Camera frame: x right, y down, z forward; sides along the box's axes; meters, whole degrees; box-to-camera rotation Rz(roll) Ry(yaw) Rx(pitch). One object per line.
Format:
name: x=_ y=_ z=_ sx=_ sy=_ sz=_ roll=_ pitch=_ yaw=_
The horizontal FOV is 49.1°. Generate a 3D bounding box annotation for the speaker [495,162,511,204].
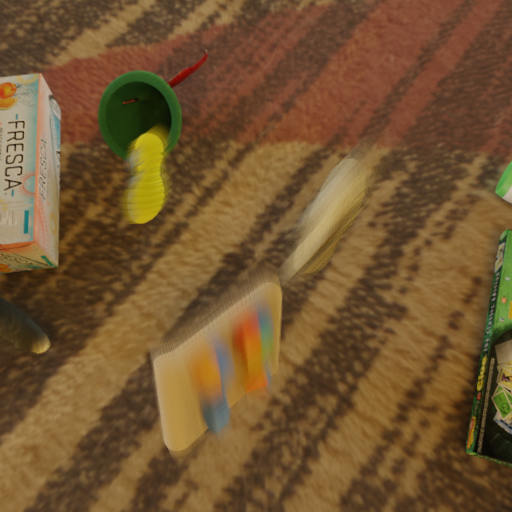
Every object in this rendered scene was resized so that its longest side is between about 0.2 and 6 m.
speaker: x=5.300 y=-1.059 z=10.045 sx=1.773 sy=0.784 sz=0.784 roll=26 pitch=70 yaw=10

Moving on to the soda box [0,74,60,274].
soda box: x=-4.206 y=-1.486 z=9.979 sx=1.101 sy=1.185 sz=3.464 roll=-6 pitch=68 yaw=-2

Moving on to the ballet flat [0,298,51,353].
ballet flat: x=-4.081 y=0.942 z=8.306 sx=0.870 sy=2.619 sz=0.744 roll=29 pitch=79 yaw=34

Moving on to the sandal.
sandal: x=-2.029 y=-1.379 z=10.167 sx=0.629 sy=0.688 sz=1.581 roll=7 pitch=92 yaw=-28

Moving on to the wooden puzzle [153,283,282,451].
wooden puzzle: x=-0.362 y=1.569 z=7.592 sx=2.052 sy=1.900 sz=0.475 roll=-31 pitch=48 yaw=-35

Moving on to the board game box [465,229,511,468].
board game box: x=4.776 y=1.574 z=9.147 sx=2.047 sy=0.458 sz=3.907 roll=16 pitch=69 yaw=9

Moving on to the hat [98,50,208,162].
hat: x=-1.809 y=-2.836 z=11.032 sx=2.011 sy=1.770 sz=1.665 roll=-18 pitch=102 yaw=23

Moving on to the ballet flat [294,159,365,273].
ballet flat: x=1.002 y=-0.474 z=8.015 sx=0.634 sy=1.868 sz=0.703 roll=34 pitch=34 yaw=18
